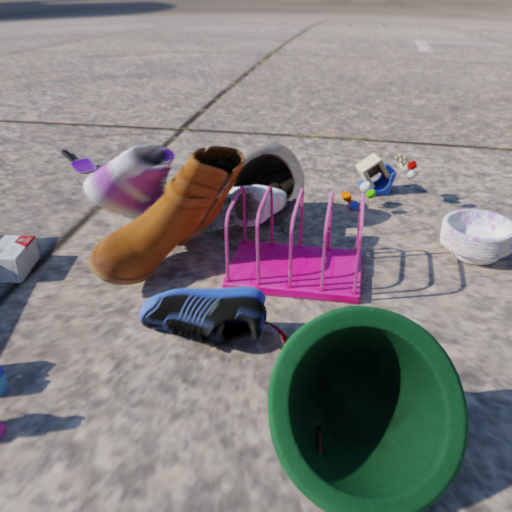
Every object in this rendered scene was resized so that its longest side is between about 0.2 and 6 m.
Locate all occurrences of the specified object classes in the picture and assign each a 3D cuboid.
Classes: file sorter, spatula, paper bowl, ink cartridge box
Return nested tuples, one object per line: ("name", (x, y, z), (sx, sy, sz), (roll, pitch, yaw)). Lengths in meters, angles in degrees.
("file sorter", (0.683, -0.302, 9.556), (2.285, 1.433, 1.588), (5, 30, 9))
("spatula", (-4.794, -2.529, 14.782), (0.514, 0.187, 1.817), (-24, 35, -29))
("paper bowl", (4.070, -0.307, 10.336), (1.293, 0.672, 1.293), (0, 29, 0))
("ink cartridge box", (-4.620, 0.039, 9.884), (1.235, 0.512, 0.900), (1, 29, 2))

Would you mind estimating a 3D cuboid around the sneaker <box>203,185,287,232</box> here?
("sneaker", (-0.387, -0.993, 11.280), (2.386, 0.930, 1.186), (7, 15, 40))

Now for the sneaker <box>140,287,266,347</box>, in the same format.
("sneaker", (-0.810, 0.926, 8.061), (1.937, 0.679, 0.754), (-8, 42, 12))

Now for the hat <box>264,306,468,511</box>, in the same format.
("hat", (1.181, 1.781, 6.984), (2.120, 2.253, 2.559), (-7, 73, 0))

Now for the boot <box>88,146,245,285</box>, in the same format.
("boot", (-1.412, -0.733, 9.476), (1.084, 2.194, 2.826), (51, 41, 12))

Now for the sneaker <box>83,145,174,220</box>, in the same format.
("sneaker", (-1.847, -1.319, 10.551), (0.916, 1.441, 2.528), (58, 18, 16))

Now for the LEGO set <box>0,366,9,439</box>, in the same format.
("LEGO set", (-4.161, 1.355, 6.987), (2.581, 1.059, 0.985), (7, 29, 13))

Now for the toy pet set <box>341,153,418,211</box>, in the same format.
("toy pet set", (2.753, -1.522, 12.549), (1.667, 0.885, 1.556), (-34, 30, 7))

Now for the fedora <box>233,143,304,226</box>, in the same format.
("fedora", (0.337, -1.460, 11.622), (1.584, 1.791, 0.808), (58, 27, 10))
